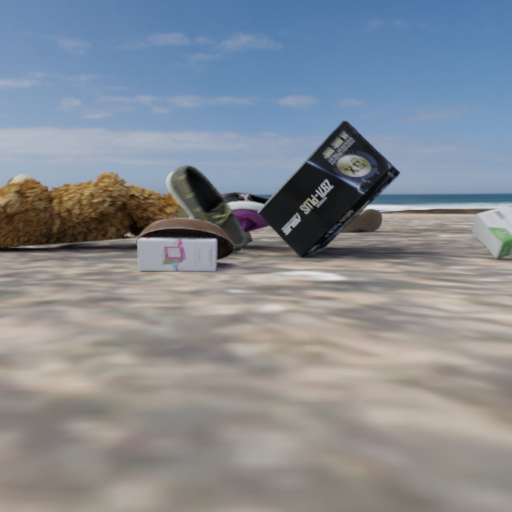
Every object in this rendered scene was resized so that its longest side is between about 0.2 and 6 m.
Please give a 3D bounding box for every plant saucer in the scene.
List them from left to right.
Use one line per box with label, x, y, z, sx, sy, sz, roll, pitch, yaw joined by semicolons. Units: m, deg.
plant saucer;-0.869;-0.202;6.962;1.213;0.209;1.213;1;-18;0

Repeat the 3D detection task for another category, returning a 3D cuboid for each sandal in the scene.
sandal;-0.434;-0.423;10.127;1.031;0.623;2.534;9;-13;-27

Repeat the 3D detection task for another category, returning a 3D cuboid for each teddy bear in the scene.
teddy bear;-2.917;-0.844;9.947;3.714;1.240;2.693;-4;0;-8

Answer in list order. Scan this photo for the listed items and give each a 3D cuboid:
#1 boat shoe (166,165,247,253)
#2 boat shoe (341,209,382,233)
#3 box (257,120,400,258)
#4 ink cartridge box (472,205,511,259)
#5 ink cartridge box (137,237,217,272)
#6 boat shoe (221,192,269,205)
boat shoe;-0.699;-0.706;8.644;0.583;1.632;0.488;-50;16;-31
boat shoe;2.814;-0.990;15.794;1.888;0.679;0.612;-12;16;-39
box;1.241;-1.018;8.869;0.967;1.838;2.245;47;15;8
ink cartridge box;3.652;-0.383;7.938;0.875;0.369;0.639;-14;46;-8
ink cartridge box;-0.924;-0.030;6.688;0.904;0.383;0.654;2;5;-3
boat shoe;0.018;-0.967;10.826;1.801;0.602;0.513;11;-41;-43
